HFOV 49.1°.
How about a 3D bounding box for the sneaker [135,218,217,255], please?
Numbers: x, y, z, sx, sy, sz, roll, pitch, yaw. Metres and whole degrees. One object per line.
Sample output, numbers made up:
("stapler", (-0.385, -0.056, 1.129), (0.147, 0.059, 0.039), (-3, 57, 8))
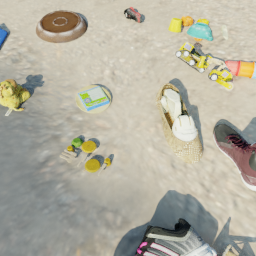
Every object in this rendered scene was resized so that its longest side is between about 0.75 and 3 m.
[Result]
("sneaker", (0.458, 2.826, 6.061), (2.794, 1.031, 1.222), (-17, 54, -18))

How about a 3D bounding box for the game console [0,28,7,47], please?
("game console", (-5.900, -3.444, 11.345), (1.376, 0.954, 1.612), (24, 50, -21))

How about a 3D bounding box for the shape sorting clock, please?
("shape sorting clock", (-1.161, -0.965, 9.403), (1.181, 0.232, 1.181), (3, 54, -4))

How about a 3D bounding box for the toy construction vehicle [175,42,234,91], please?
("toy construction vehicle", (2.631, -2.142, 9.287), (2.132, 0.751, 1.856), (34, 17, 2))

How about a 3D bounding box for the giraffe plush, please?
("giraffe plush", (-3.865, -1.167, 9.081), (1.053, 0.990, 1.220), (0, 53, 0))

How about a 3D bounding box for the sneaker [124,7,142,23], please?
("sneaker", (0.189, -4.920, 12.292), (0.554, 0.401, 1.135), (-20, 54, -21))

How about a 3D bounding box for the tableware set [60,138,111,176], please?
("tableware set", (-1.165, 0.804, 8.100), (1.432, 0.220, 0.965), (21, 53, 17))

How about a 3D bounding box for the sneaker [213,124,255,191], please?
("sneaker", (3.234, 0.477, 7.628), (0.858, 1.309, 2.267), (-18, 55, -14))

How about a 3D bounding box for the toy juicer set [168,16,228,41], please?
("toy juicer set", (3.065, -3.977, 11.515), (2.531, 0.689, 1.610), (26, 40, 24))

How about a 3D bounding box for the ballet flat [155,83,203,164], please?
("ballet flat", (1.475, -0.271, 8.445), (0.997, 0.923, 2.827), (-14, 54, -10))

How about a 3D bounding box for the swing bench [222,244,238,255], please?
("swing bench", (2.265, 3.292, 5.909), (1.071, 0.695, 1.065), (32, 59, 28))

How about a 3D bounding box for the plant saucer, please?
("plant saucer", (-2.866, -4.434, 11.987), (2.229, 0.358, 2.229), (-1, 52, 1))

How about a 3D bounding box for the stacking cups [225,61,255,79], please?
("stacking cups", (4.677, -2.071, 9.973), (2.396, 0.725, 0.725), (12, 54, 11))
